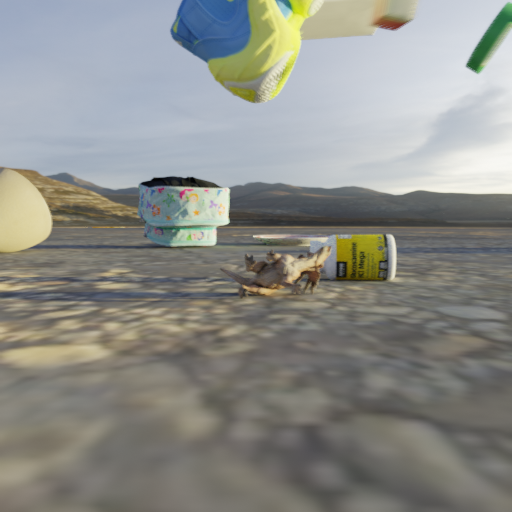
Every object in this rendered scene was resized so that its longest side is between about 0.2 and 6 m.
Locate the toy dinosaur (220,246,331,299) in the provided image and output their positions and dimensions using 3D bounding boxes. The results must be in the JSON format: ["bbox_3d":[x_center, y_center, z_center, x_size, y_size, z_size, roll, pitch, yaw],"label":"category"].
[{"bbox_3d":[0.182,0.173,4.733,0.911,0.391,0.618,-12,-9,21],"label":"toy dinosaur"}]

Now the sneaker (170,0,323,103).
[{"bbox_3d":[0.107,-2.758,5.097,1.372,2.613,0.989,27,-13,-4],"label":"sneaker"}]

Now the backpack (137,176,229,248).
[{"bbox_3d":[-1.640,-1.045,12.733,2.005,1.700,2.259,0,2,-23],"label":"backpack"}]

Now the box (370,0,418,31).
[{"bbox_3d":[1.347,-2.441,5.458,0.294,0.345,0.540,9,10,-5],"label":"box"}]

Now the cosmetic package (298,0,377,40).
[{"bbox_3d":[0.913,-3.372,7.437,1.555,0.660,0.837,-10,-13,-13],"label":"cosmetic package"}]

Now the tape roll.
[{"bbox_3d":[4.136,-3.785,9.775,0.290,1.208,1.208,35,13,12],"label":"tape roll"}]

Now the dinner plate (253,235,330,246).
[{"bbox_3d":[0.944,-0.393,14.128,2.045,0.248,2.045,-1,3,0],"label":"dinner plate"}]

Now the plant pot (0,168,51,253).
[{"bbox_3d":[-4.920,-0.699,10.619,1.636,1.636,1.098,2,32,27],"label":"plant pot"}]

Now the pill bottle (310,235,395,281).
[{"bbox_3d":[1.006,0.020,5.927,0.869,0.488,0.488,-1,4,6],"label":"pill bottle"}]
